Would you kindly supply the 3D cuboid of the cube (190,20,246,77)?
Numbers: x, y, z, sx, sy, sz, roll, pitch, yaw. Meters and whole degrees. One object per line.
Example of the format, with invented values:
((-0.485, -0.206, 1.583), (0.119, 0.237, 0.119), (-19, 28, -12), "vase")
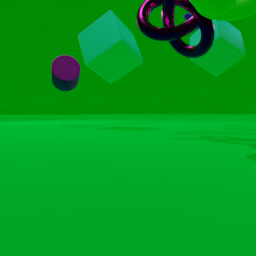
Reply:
((2.570, -2.387, 8.154), (1.071, 1.071, 1.071), (24, -39, -24), "cube")

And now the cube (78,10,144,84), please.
((-0.544, -2.485, 8.772), (1.342, 1.342, 1.342), (-30, -31, 22), "cube")

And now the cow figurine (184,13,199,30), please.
((2.776, -3.986, 10.427), (1.350, 1.372, 0.753), (41, 38, 17), "cow figurine")

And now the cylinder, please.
((-2.292, -1.991, 10.287), (1.010, 1.010, 1.010), (-1, -15, -15), "cylinder")

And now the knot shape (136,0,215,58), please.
((1.068, -2.223, 5.280), (1.599, 1.496, 0.739), (32, 24, 0), "knot shape")

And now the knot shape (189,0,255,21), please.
((1.315, -2.177, 3.710), (1.729, 1.848, 0.854), (-25, 54, -26), "knot shape")
